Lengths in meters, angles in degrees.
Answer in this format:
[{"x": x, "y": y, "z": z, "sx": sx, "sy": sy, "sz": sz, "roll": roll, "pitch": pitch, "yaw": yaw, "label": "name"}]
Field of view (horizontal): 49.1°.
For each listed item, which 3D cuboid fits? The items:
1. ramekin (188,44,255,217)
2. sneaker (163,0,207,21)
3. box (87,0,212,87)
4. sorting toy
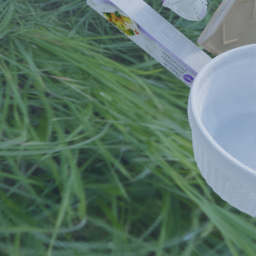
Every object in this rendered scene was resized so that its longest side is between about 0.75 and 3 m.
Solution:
[{"x": 2.258, "y": 0.088, "z": 4.231, "sx": 2.729, "sy": 1.432, "sz": 2.729, "roll": -4, "pitch": 49, "yaw": 5, "label": "ramekin"}, {"x": 1.144, "y": -2.315, "z": 4.966, "sx": 0.868, "sy": 0.653, "sz": 1.743, "roll": 29, "pitch": 18, "yaw": -10, "label": "sneaker"}, {"x": 0.452, "y": -1.939, "z": 5.656, "sx": 2.787, "sy": 0.539, "sz": 0.578, "roll": 37, "pitch": 68, "yaw": -7, "label": "box"}, {"x": 2.803, "y": -2.707, "z": 6.057, "sx": 0.546, "sy": 2.770, "sz": 2.993, "roll": 44, "pitch": 22, "yaw": 29, "label": "sorting toy"}]
